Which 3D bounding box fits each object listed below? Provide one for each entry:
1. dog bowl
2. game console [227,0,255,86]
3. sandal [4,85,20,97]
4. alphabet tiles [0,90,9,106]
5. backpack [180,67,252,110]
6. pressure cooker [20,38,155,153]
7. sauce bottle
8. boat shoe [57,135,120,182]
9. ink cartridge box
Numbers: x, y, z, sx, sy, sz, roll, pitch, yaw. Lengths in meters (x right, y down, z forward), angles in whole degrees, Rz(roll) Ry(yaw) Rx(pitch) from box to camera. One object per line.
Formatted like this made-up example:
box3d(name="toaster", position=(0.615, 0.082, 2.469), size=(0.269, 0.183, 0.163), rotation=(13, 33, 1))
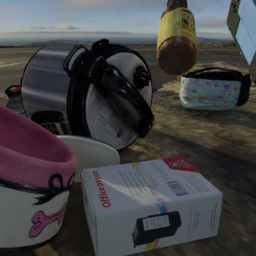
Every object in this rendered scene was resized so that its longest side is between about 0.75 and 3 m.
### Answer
box3d(name="dog bowl", position=(-1.909, 0.338, 3.739), size=(2.767, 1.020, 2.767), rotation=(30, 3, -2))
box3d(name="game console", position=(1.641, -1.287, 3.712), size=(0.191, 1.233, 1.090), rotation=(-14, -21, 1))
box3d(name="sandal", position=(-4.979, -1.641, 12.181), size=(0.681, 0.408, 1.813), rotation=(12, 23, 31))
box3d(name="alphabet tiles", position=(-3.561, 0.052, 4.725), size=(0.215, 2.881, 2.946), rotation=(53, 37, 9))
box3d(name="backpack", position=(2.960, -1.335, 9.826), size=(2.240, 1.418, 1.869), rotation=(4, 6, 10))
box3d(name="pressure cooker", position=(-0.774, -0.752, 6.490), size=(2.850, 2.546, 2.507), rotation=(16, 22, 36))
box3d(name="sauce bottle", position=(1.217, -2.501, 6.983), size=(0.941, 0.941, 2.852), rotation=(2, 49, 6))
box3d(name="boat shoe", position=(-1.422, 0.466, 5.504), size=(2.612, 0.951, 0.807), rotation=(-2, 23, 8))
box3d(name="ink cartridge box", position=(0.251, 1.067, 4.117), size=(1.734, 0.718, 1.263), rotation=(-6, 20, -15))
